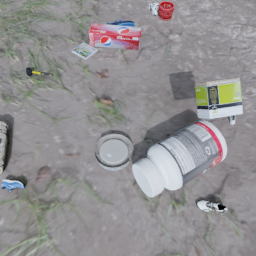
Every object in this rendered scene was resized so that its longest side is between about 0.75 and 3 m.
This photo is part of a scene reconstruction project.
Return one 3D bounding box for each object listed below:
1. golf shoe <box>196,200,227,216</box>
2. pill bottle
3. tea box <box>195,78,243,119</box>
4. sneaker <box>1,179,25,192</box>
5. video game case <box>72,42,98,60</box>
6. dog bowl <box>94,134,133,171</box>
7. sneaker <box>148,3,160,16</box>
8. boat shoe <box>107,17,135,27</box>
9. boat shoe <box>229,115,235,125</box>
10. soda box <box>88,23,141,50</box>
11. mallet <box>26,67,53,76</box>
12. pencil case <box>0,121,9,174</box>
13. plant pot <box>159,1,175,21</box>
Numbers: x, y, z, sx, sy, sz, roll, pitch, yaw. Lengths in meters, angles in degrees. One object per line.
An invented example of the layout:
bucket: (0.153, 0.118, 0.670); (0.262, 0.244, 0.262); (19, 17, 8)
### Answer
golf shoe: (2.568, 2.365, 8.555); (0.914, 0.432, 0.355); (10, 54, 9)
pill bottle: (1.592, 0.988, 8.877); (2.802, 1.551, 1.551); (-27, 57, -19)
tea box: (2.494, -0.821, 7.724); (1.024, 0.684, 1.007); (-8, 97, -13)
sneaker: (-3.699, 1.894, 9.028); (0.805, 0.316, 0.359); (3, 63, 11)
video game case: (-2.059, -3.669, 13.334); (0.929, 0.102, 0.847); (32, 59, 21)
dog bowl: (-0.487, 0.868, 9.704); (1.370, 0.402, 1.370); (0, 53, 0)
sneaker: (1.582, -6.534, 15.304); (0.671, 0.411, 1.031); (-18, 44, -3)
boat shoe: (-0.565, -5.191, 14.073); (1.780, 0.749, 0.611); (-11, 64, -11)
boat shoe: (4.045, -0.487, 10.822); (0.280, 0.254, 0.762); (2, 53, 1)
soda box: (-0.611, -4.389, 13.454); (2.451, 0.777, 0.858); (7, 53, 4)
mallet: (-3.894, -2.372, 12.317); (1.148, 0.378, 0.236); (11, 53, -10)
pencil case: (-4.638, 0.682, 9.568); (0.895, 0.778, 2.000); (14, 46, -30)
plant pot: (2.019, -6.158, 14.819); (0.812, 0.739, 0.812); (0, 52, 0)
